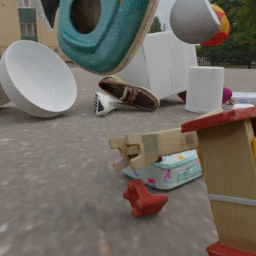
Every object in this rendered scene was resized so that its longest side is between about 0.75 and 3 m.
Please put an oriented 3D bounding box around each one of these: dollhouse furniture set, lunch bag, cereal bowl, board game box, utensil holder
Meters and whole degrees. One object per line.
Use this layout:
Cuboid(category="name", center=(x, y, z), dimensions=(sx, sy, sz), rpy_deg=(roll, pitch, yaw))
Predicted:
Cuboid(category="dollhouse furniture set", center=(0.713, 0.510, 2.954), dimensions=(0.890, 1.178, 2.189), rpy_deg=(-9, -4, -29))
Cuboid(category="lunch bag", center=(0.696, 0.508, 4.667), dimensions=(1.386, 0.534, 1.112), rpy_deg=(-13, 20, -42))
Cuboid(category="cereal bowl", center=(-2.996, -1.459, 9.119), dimensions=(1.078, 2.588, 2.588), rpy_deg=(-29, -4, 35))
Cuboid(category="board game box", center=(4.927, -1.267, 11.926), dimensions=(1.596, 0.328, 1.592), rpy_deg=(3, 15, 11))
Cuboid(category="utensil holder", center=(2.743, -1.391, 9.995), dimensions=(1.301, 1.531, 1.301), rpy_deg=(2, 15, 0))

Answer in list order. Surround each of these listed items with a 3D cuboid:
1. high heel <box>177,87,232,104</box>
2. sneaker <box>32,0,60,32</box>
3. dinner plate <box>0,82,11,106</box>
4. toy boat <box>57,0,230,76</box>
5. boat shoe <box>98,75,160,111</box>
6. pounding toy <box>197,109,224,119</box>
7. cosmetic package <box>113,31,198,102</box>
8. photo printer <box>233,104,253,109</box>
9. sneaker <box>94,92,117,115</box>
Cuboid(category="high heel", center=(3.008, -1.279, 11.150), dimensions=(1.048, 0.735, 2.181), rpy_deg=(3, -4, -31))
Cuboid(category="sneaker", center=(-2.402, -4.016, 9.119), dimensions=(1.200, 0.855, 2.419), rpy_deg=(-33, -2, -9))
Cuboid(category="dinner plate", center=(-4.585, -1.102, 9.790), dimensions=(2.257, 0.274, 2.257), rpy_deg=(-26, -5, -2))
Cuboid(category="toy boat", center=(0.055, -1.546, 3.472), dimensions=(2.446, 2.056, 1.137), rpy_deg=(26, 21, 25))
Cuboid(category="boat shoe", center=(-0.003, -1.160, 9.823), dimensions=(2.264, 0.817, 0.815), rpy_deg=(30, 31, 7))
Cuboid(category="pounding toy", center=(1.790, 0.076, 6.623), dimensions=(1.255, 0.582, 0.968), rpy_deg=(-26, 5, 43))
Cuboid(category="cosmetic package", center=(0.990, -2.517, 11.461), dimensions=(2.929, 2.414, 2.416), rpy_deg=(-21, 17, -35))
Cuboid(category="photo printer", center=(3.947, -0.625, 9.520), dimensions=(0.707, 0.295, 0.849), rpy_deg=(2, 14, 14))
Cuboid(category="sneaker", center=(-0.763, -0.873, 9.805), dimensions=(0.802, 0.743, 1.978), rpy_deg=(7, 14, -9))
